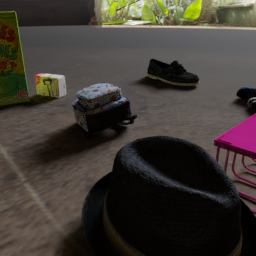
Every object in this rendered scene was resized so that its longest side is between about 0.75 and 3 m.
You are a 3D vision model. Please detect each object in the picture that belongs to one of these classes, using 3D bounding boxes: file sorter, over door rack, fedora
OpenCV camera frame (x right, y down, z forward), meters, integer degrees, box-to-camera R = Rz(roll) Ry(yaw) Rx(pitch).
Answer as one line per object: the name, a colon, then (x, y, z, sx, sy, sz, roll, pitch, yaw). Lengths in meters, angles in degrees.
file sorter: (2.585, 0.631, 5.184, 1.313, 1.185, 1.889, 21, 31, 40)
over door rack: (0.120, -4.620, 9.522, 1.549, 0.516, 1.144, -27, 49, 20)
fedora: (0.599, 0.970, 4.047, 2.744, 1.253, 2.744, -1, 31, 1)

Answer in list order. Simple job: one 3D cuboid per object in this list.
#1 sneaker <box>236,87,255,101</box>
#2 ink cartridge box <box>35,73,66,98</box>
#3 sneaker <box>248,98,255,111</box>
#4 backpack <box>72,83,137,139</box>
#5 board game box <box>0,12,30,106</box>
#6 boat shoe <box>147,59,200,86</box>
sneaker: (4.681, -1.165, 10.053, 1.524, 0.534, 0.594, 13, 29, 41)
ink cartridge box: (-2.957, -1.633, 10.711, 1.065, 0.771, 0.449, 10, 26, 19)
sneaker: (4.667, -0.738, 9.217, 1.229, 0.449, 0.688, -6, 27, 6)
backpack: (-0.849, -0.573, 7.936, 1.635, 1.260, 1.558, -19, 20, -30)
board game box: (-4.385, -2.294, 9.440, 1.523, 2.998, 0.714, -14, 27, -29)
boat shoe: (1.997, -2.602, 12.650, 1.070, 0.949, 2.863, -18, 30, -34)
